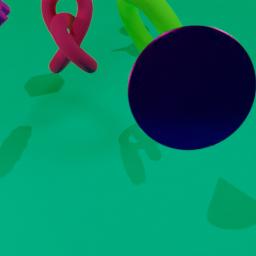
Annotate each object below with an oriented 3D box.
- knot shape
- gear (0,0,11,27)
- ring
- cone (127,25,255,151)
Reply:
[{"bbox_3d":[-0.905,-1.507,4.251,0.660,1.337,1.429,-9,16,-21],"label":"knot shape"},{"bbox_3d":[-1.711,-1.486,2.730,0.215,1.164,1.164,-35,43,15],"label":"gear"},{"bbox_3d":[0.422,-1.707,4.935,0.352,1.762,1.762,-39,52,-5],"label":"ring"},{"bbox_3d":[0.563,-0.474,2.836,1.063,1.063,1.067,3,20,3],"label":"cone"}]
